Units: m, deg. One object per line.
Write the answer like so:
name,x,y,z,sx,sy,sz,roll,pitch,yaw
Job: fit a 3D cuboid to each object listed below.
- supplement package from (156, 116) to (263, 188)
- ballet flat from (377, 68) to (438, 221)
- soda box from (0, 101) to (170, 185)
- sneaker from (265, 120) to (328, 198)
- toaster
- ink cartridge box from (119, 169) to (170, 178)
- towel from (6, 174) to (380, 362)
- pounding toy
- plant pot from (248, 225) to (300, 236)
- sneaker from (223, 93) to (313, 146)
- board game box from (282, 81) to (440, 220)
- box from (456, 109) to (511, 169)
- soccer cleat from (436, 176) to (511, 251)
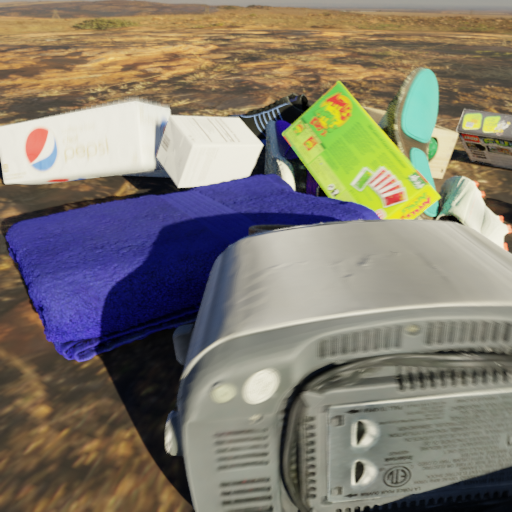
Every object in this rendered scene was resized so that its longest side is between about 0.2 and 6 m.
supplement package,-0.741,-1.668,8.932,1.351,0.819,0.809,-9,49,-38
ballet flat,2.388,-1.727,9.168,0.932,2.749,1.035,16,-19,-36
soda box,-3.042,-1.918,9.886,3.149,1.072,1.002,-2,6,26
sneaker,0.979,-1.696,10.537,1.511,1.056,3.038,-1,33,-5
toaster,1.030,0.812,4.406,3.400,1.932,2.196,-6,25,-2
ink cartridge box,-2.656,-2.010,11.790,2.054,0.403,1.022,5,27,7
towel,-0.871,-0.075,7.399,4.239,1.050,3.130,-14,23,-25
pounding toy,2.834,-2.032,11.140,1.751,1.352,1.902,1,25,-31
plant pot,0.446,0.199,5.784,1.115,0.972,1.115,4,7,0
sneaker,0.508,-3.288,13.413,3.115,1.213,1.092,8,28,15
board game box,1.523,-1.405,8.555,0.578,1.232,2.426,25,30,-54
box,5.552,-2.082,10.883,2.932,0.509,1.613,20,-3,34
soccer cleat,3.166,-0.678,8.771,0.864,0.772,2.228,-3,29,1
